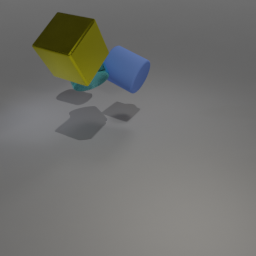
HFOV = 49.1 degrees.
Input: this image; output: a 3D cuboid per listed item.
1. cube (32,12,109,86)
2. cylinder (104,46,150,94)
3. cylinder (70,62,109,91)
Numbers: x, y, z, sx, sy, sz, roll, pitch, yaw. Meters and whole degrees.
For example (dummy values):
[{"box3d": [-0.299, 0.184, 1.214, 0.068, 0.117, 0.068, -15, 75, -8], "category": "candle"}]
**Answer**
[{"box3d": [-1.640, -2.332, 8.333, 1.400, 1.400, 1.400, 20, 69, 24], "category": "cube"}, {"box3d": [-0.070, -2.268, 10.909, 1.400, 1.400, 1.400, 30, 39, 14], "category": "cylinder"}, {"box3d": [-1.564, -2.251, 10.055, 1.400, 1.400, 1.400, -19, 79, -29], "category": "cylinder"}]
